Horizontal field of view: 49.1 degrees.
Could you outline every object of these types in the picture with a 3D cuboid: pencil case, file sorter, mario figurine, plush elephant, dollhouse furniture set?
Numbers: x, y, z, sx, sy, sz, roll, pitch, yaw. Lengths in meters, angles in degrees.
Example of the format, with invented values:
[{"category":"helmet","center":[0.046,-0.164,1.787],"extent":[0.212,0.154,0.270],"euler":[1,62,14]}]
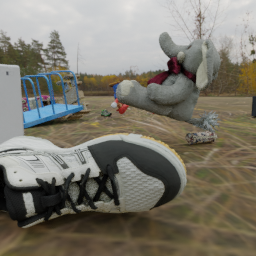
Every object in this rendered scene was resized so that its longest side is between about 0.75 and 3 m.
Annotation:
[{"category":"pencil case","center":[1.866,0.242,7.112],"extent":[0.791,0.308,0.354],"euler":[-4,8,-26]},{"category":"file sorter","center":[-3.544,-1.234,11.039],"extent":[1.911,1.690,2.754],"euler":[7,22,40]},{"category":"mario figurine","center":[-0.530,-1.345,12.932],"extent":[0.923,1.495,0.792],"euler":[-19,7,-25]},{"category":"plush elephant","center":[1.236,-1.281,6.637],"extent":[2.671,2.068,2.200],"euler":[22,12,9]},{"category":"dollhouse furniture set","center":[-2.915,-1.187,12.461],"extent":[1.332,1.758,2.006],"euler":[-9,-13,-47]}]

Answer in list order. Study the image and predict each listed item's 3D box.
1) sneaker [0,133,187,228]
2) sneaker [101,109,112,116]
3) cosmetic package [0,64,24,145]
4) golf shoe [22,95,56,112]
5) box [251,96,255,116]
[{"category":"sneaker","center":[-0.654,0.649,2.916],"extent":[2.448,0.926,1.073],"euler":[-3,18,22]},{"category":"sneaker","center":[-1.113,-0.764,14.147],"extent":[0.305,0.333,0.782],"euler":[-8,12,-44]},{"category":"cosmetic package","center":[-3.966,-0.210,4.923],"extent":[2.924,1.798,2.915],"euler":[6,10,36]},{"category":"golf shoe","center":[-5.336,-1.403,16.499],"extent":[2.672,1.006,1.223],"euler":[-1,5,-17]},{"category":"box","center":[7.538,-1.051,13.589],"extent":[2.675,1.055,1.888],"euler":[5,6,29]}]
